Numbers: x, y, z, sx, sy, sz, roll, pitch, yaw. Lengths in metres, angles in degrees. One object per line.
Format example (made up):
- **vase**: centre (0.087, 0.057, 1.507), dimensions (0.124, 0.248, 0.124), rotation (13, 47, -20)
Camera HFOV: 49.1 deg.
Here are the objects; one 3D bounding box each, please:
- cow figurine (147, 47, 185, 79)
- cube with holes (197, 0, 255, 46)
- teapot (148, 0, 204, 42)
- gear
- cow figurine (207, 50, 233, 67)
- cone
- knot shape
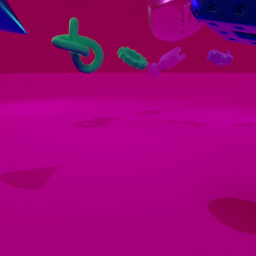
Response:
- **cow figurine**: centre (1.279, -2.262, 9.777), dimensions (1.151, 0.642, 1.170), rotation (-36, 8, -28)
- **cube with holes**: centre (1.683, -1.648, 3.497), dimensions (1.007, 1.007, 1.007), rotation (26, 14, 38)
- **teapot**: centre (0.688, -1.698, 3.959), dimensions (0.911, 0.717, 1.465), rotation (-31, 35, 9)
- **gear**: centre (0.212, -2.974, 11.941), dimensions (1.336, 0.247, 1.336), rotation (23, 33, -16)
- **cow figurine**: centre (3.124, -2.407, 9.542), dimensions (0.890, 0.489, 0.876), rotation (27, 36, 3)
- **cone**: centre (-2.387, -2.112, 5.488), dimensions (0.953, 0.950, 0.950), rotation (30, -10, -40)
- **knot shape**: centre (-1.717, -2.894, 10.269), dimensions (0.942, 1.908, 2.039), rotation (-30, 31, 25)
